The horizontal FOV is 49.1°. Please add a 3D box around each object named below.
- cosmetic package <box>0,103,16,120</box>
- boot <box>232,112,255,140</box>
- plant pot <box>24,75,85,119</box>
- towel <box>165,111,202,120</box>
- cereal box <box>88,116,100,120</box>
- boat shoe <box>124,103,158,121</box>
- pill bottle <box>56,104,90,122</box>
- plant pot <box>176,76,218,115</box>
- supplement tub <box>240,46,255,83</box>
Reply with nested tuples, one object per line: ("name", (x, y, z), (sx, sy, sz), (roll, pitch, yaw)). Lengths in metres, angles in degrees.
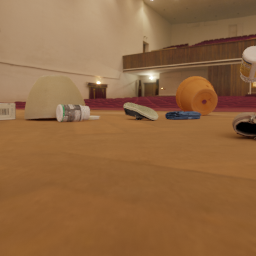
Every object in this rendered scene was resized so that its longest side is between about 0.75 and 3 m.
("cosmetic package", (-6.277, -0.793, 13.200), (2.135, 0.780, 1.105), (4, 6, 45))
("boot", (3.184, -0.022, 5.866), (1.870, 0.657, 1.367), (3, 12, 34))
("plant pot", (-3.405, -1.444, 13.177), (2.862, 1.922, 2.862), (-2, 3, 0))
("towel", (2.629, -0.614, 13.376), (1.593, 0.387, 0.889), (-3, 5, -28))
("cereal box", (-1.774, -0.472, 13.033), (0.585, 0.161, 0.813), (4, 6, 38))
("boat shoe", (0.569, -0.643, 12.678), (1.858, 0.578, 0.693), (21, 30, 33))
("pill bottle", (-2.259, -0.614, 11.561), (1.248, 0.706, 0.706), (-2, 5, -32))
("plant pot", (4.490, -1.884, 17.777), (2.511, 2.511, 1.758), (-1, 21, -9))
("supplement tub", (3.770, -1.900, 8.458), (0.681, 0.681, 0.942), (1, -35, 13))
